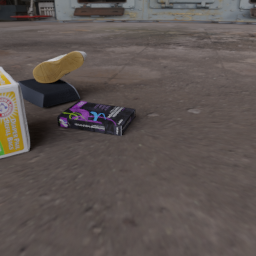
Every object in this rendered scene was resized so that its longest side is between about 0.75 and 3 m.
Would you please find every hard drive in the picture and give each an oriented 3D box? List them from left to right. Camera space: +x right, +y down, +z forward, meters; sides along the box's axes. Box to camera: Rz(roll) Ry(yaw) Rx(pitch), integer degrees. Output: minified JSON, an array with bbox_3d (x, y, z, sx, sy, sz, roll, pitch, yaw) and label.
[{"bbox_3d":[-2.702,-1.254,9.200,1.456,0.457,2.158,-19,31,-36],"label":"hard drive"}]

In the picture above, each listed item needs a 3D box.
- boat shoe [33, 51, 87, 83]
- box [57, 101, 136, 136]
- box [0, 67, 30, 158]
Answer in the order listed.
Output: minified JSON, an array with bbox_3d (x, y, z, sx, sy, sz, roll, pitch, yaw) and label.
[{"bbox_3d":[-2.133,-1.947,8.952,1.902,0.673,0.659,-14,19,20],"label":"boat shoe"},{"bbox_3d":[-0.777,-0.293,7.293,1.716,0.310,1.227,10,27,14],"label":"box"},{"bbox_3d":[-3.702,-0.140,5.510,2.965,1.503,1.668,-15,30,-29],"label":"box"}]
